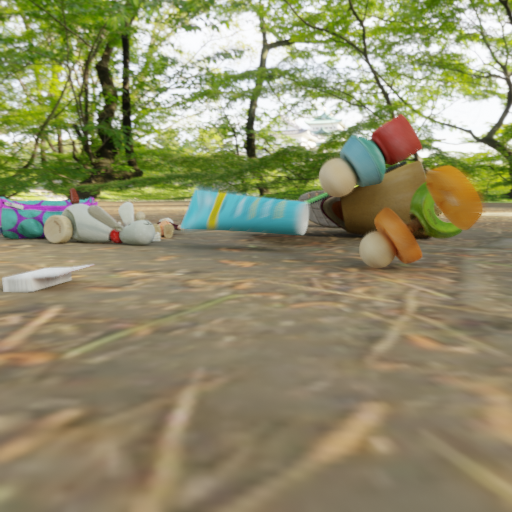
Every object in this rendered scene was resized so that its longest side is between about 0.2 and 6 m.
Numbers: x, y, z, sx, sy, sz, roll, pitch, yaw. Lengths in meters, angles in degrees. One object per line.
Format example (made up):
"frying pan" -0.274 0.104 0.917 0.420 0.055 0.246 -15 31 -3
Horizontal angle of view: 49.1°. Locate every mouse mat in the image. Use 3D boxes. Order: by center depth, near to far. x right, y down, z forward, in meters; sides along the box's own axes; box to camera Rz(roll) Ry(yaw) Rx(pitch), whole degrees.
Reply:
"mouse mat" 1.194 -1.113 10.913 2.628 0.123 3.266 -23 3 -8

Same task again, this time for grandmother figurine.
"grandmother figurine" -1.967 -0.623 12.131 0.817 0.408 1.347 8 8 -10

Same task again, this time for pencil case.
"pencil case" -4.151 -0.772 11.213 1.906 0.811 0.881 -2 -32 -16

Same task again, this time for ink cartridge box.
"ink cartridge box" -2.101 0.228 5.738 0.628 0.159 0.713 -4 6 14

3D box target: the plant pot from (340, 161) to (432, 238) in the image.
"plant pot" 2.612 -1.015 11.443 1.684 1.569 1.569 -9 5 11

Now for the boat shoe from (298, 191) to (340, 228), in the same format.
"boat shoe" 2.383 -1.133 14.770 2.595 0.967 0.951 10 -1 10

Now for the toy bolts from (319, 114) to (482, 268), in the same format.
"toy bolts" 1.553 -0.681 6.510 1.183 1.706 1.630 -33 -1 0

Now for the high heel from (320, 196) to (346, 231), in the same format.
"high heel" 2.362 -1.063 12.967 2.704 0.911 1.297 2 15 -29

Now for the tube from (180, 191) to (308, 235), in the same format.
"tube" -0.190 -0.676 9.001 2.021 0.783 0.509 6 -36 20

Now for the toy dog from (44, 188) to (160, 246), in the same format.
"toy dog" -2.829 -0.736 10.316 2.113 1.018 1.393 0 7 4
